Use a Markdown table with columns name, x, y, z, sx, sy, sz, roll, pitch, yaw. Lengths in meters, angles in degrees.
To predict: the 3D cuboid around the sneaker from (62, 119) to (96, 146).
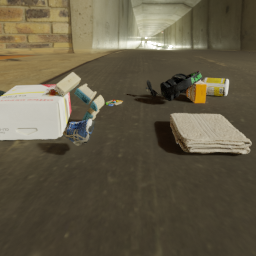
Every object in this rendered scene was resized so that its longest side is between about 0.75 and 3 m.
| name | x | y | z | sx | sy | sz | roll | pitch | yaw |
| --- | --- | --- | --- | --- | --- | --- | --- | --- | --- |
| sneaker | -1.322 | 0.097 | 7.450 | 0.581 | 0.571 | 1.507 | 28 | -30 | -18 |

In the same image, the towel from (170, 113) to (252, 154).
| name | x | y | z | sx | sy | sz | roll | pitch | yaw |
| --- | --- | --- | --- | --- | --- | --- | --- | --- | --- |
| towel | 2.469 | 0.115 | 8.980 | 1.952 | 0.508 | 2.945 | 2 | 19 | 1 |

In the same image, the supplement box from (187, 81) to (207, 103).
| name | x | y | z | sx | sy | sz | roll | pitch | yaw |
| --- | --- | --- | --- | --- | --- | --- | --- | --- | --- |
| supplement box | 3.331 | -1.841 | 13.733 | 0.544 | 0.932 | 1.479 | -1 | 19 | -3 |

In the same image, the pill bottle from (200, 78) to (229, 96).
| name | x | y | z | sx | sy | sz | roll | pitch | yaw |
| --- | --- | --- | --- | --- | --- | --- | --- | --- | --- |
| pill bottle | 4.419 | -2.180 | 14.740 | 1.596 | 0.894 | 0.894 | 9 | 21 | 23 |

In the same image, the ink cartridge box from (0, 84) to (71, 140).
| name | x | y | z | sx | sy | sz | roll | pitch | yaw |
| --- | --- | --- | --- | --- | --- | --- | --- | --- | --- |
| ink cartridge box | -3.292 | -0.695 | 10.061 | 2.159 | 1.241 | 2.975 | -2 | 20 | -6 |

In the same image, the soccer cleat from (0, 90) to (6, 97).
| name | x | y | z | sx | sy | sz | roll | pitch | yaw |
| --- | --- | --- | --- | --- | --- | --- | --- | --- | --- |
| soccer cleat | -6.444 | -1.268 | 12.715 | 2.124 | 0.717 | 0.861 | -9 | 48 | -37 |

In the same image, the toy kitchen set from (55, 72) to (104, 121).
| name | x | y | z | sx | sy | sz | roll | pitch | yaw |
| --- | --- | --- | --- | --- | --- | --- | --- | --- | --- |
| toy kitchen set | -1.784 | -0.889 | 9.811 | 1.533 | 1.228 | 0.903 | 40 | 50 | 0 |

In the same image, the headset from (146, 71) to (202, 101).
| name | x | y | z | sx | sy | sz | roll | pitch | yaw |
| --- | --- | --- | --- | --- | --- | --- | --- | --- | --- |
| headset | 2.079 | -2.102 | 13.208 | 1.768 | 1.345 | 2.862 | -34 | 10 | -40 |

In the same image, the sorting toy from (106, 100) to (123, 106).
| name | x | y | z | sx | sy | sz | roll | pitch | yaw |
| --- | --- | --- | --- | --- | --- | --- | --- | --- | --- |
| sorting toy | -0.642 | -1.232 | 13.217 | 0.562 | 0.136 | 0.999 | 13 | 23 | 31 |
